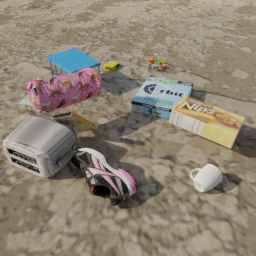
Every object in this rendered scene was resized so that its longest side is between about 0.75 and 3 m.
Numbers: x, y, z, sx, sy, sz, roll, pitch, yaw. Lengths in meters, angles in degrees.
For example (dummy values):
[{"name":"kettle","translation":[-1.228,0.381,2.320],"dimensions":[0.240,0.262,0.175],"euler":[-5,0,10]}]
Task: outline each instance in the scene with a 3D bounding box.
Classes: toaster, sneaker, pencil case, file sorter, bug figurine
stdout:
[{"name":"toaster","translation":[-2.900,0.552,9.123],"dimensions":[2.368,1.345,1.529],"euler":[19,44,18]},{"name":"sneaker","translation":[-0.924,1.439,8.331],"dimensions":[2.350,0.944,1.015],"euler":[24,45,30]},{"name":"pencil case","translation":[-2.185,-1.398,9.986],"dimensions":[2.583,1.118,1.069],"euler":[-19,55,-28]},{"name":"file sorter","translation":[-2.518,-2.637,13.234],"dimensions":[1.549,1.370,2.233],"euler":[-27,46,-30]},{"name":"bug figurine","translation":[1.604,-3.469,15.162],"dimensions":[1.012,0.336,1.304],"euler":[0,33,-10]}]

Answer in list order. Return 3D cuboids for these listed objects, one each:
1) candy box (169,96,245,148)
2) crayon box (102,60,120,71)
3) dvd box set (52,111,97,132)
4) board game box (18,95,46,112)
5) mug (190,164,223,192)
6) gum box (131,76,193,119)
[{"name":"candy box","translation":[2.764,-0.275,9.838],"dimensions":[2.278,0.630,1.315],"euler":[24,38,22]},{"name":"crayon box","translation":[-0.918,-3.324,15.054],"dimensions":[0.562,0.225,0.885],"euler":[20,41,24]},{"name":"dvd box set","translation":[-1.787,-0.192,9.532],"dimensions":[0.921,1.259,0.185],"euler":[-8,64,35]},{"name":"board game box","translation":[-3.960,-1.103,12.185],"dimensions":[1.264,0.216,0.850],"euler":[11,40,14]},{"name":"mug","translation":[2.288,1.509,8.497],"dimensions":[0.750,0.631,0.855],"euler":[-33,41,-28]},{"name":"gum box","translation":[1.557,-1.381,12.268],"dimensions":[2.119,0.556,2.494],"euler":[13,40,16]}]
